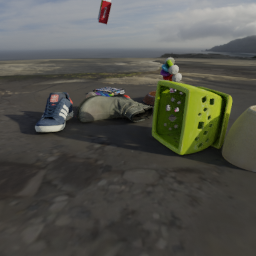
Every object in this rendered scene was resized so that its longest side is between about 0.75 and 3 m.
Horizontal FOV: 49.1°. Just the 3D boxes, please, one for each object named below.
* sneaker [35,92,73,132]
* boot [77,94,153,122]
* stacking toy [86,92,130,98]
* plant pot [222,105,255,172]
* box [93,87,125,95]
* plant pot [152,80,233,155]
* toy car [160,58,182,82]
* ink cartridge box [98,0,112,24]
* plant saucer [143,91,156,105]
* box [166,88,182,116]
[{"bbox_3d":[-2.863,-0.714,10.856,1.081,1.218,2.883,0,18,0],"label":"sneaker"},{"bbox_3d":[-0.427,-0.714,11.410,1.938,1.005,2.967,23,30,38],"label":"boot"},{"bbox_3d":[-0.819,-1.199,13.193,2.235,0.954,0.954,-4,17,-36],"label":"stacking toy"},{"bbox_3d":[3.791,0.170,7.766,2.145,1.440,2.145,-1,18,0],"label":"plant pot"},{"bbox_3d":[-1.146,-2.184,16.840,1.408,0.350,1.397,13,22,34],"label":"box"},{"bbox_3d":[2.026,-0.398,8.843,1.793,1.966,1.976,0,17,-21],"label":"plant pot"},{"bbox_3d":[1.632,-2.225,11.026,0.708,0.944,0.826,-25,47,11],"label":"toy car"},{"bbox_3d":[-0.944,-4.694,11.268,0.369,0.880,0.773,8,33,-15],"label":"ink cartridge box"},{"bbox_3d":[2.066,-1.608,14.842,2.551,0.439,2.551,1,18,0],"label":"plant saucer"},{"bbox_3d":[2.157,-1.159,12.337,1.742,1.151,0.999,1,22,3],"label":"box"}]
